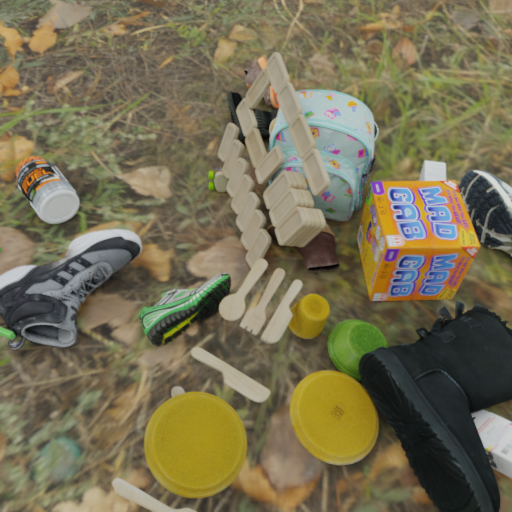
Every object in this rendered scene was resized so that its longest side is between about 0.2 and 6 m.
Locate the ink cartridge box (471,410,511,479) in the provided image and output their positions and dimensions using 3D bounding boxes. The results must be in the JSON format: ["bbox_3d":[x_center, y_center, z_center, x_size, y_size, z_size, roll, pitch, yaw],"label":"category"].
[{"bbox_3d":[3.842,2.967,8.884,0.701,0.413,1.218,-30,25,-24],"label":"ink cartridge box"}]

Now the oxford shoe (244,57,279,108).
[{"bbox_3d":[0.148,-4.656,15.466,0.764,0.747,2.095,-22,46,9],"label":"oxford shoe"}]

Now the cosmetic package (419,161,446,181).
[{"bbox_3d":[3.973,-1.494,12.682,0.503,0.699,1.239,8,52,7],"label":"cosmetic package"}]

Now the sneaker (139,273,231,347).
[{"bbox_3d":[-1.330,0.832,10.657,1.981,0.773,0.844,-30,56,-22],"label":"sneaker"}]

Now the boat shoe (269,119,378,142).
[{"bbox_3d":[1.707,-3.063,13.623,2.719,0.846,1.014,2,81,-9],"label":"boat shoe"}]

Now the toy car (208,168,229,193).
[{"bbox_3d":[-0.778,-1.886,13.139,0.588,0.565,0.716,4,41,2],"label":"toy car"}]

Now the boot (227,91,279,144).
[{"bbox_3d":[0.031,-3.673,14.503,1.337,0.673,1.788,-16,62,-4],"label":"boot"}]

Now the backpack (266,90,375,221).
[{"bbox_3d":[1.348,-2.103,11.913,2.313,2.631,2.017,13,52,9],"label":"backpack"}]

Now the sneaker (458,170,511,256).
[{"bbox_3d":[5.607,-0.613,11.802,1.394,1.254,3.231,-17,58,-29],"label":"sneaker"}]

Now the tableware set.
[{"bbox_3d":[0.287,2.535,9.119,3.320,0.756,4.929,30,54,3],"label":"tableware set"}]

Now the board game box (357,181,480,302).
[{"bbox_3d":[3.047,-0.279,10.940,1.686,1.687,1.686,-1,52,-3],"label":"board game box"}]

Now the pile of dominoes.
[{"bbox_3d":[0.359,-1.841,11.516,0.578,2.831,3.632,4,57,-34],"label":"pile of dominoes"}]

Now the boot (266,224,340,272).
[{"bbox_3d":[0.975,-0.210,11.694,1.451,0.525,1.207,-1,48,-6],"label":"boot"}]

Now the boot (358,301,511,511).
[{"bbox_3d":[3.487,2.399,9.088,2.668,1.205,3.255,-14,56,-25],"label":"boot"}]

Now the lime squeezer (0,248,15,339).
[{"bbox_3d":[-5.308,0.841,10.774,1.022,0.546,2.893,-8,36,-25],"label":"lime squeezer"}]

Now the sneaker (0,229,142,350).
[{"bbox_3d":[-3.382,0.709,10.580,2.992,1.129,1.703,-25,54,-12],"label":"sneaker"}]

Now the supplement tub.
[{"bbox_3d":[-4.698,-1.505,12.510,0.959,0.959,1.565,-31,56,-23],"label":"supplement tub"}]
